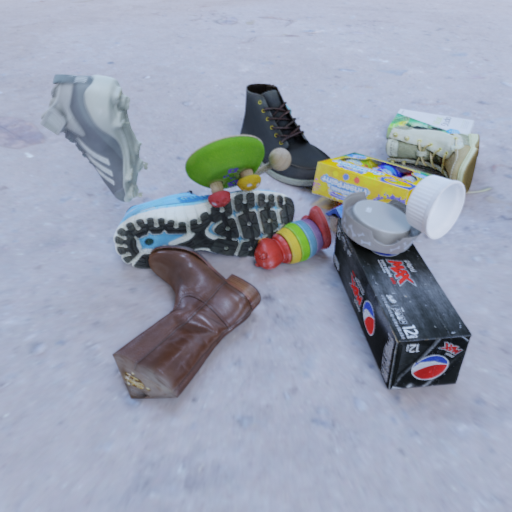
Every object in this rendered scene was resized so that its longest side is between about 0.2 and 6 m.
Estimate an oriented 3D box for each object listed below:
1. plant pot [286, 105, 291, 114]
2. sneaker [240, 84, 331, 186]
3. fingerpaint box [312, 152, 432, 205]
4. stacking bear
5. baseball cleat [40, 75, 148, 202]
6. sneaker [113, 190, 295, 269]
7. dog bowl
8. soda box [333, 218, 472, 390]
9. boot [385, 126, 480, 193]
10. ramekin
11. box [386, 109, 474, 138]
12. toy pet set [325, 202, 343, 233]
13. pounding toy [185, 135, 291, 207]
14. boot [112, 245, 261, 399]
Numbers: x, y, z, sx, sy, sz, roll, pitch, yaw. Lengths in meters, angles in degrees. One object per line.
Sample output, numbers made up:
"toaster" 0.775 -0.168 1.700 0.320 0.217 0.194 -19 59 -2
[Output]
"plant pot" 0.422 -3.635 14.512 0.865 0.849 0.847 -3 35 -18
"sneaker" 0.596 -2.738 12.539 1.136 1.614 3.038 -25 43 -31
"fingerpaint box" 2.381 -1.435 11.214 1.944 0.713 1.622 24 29 29
"stacking bear" 0.576 -0.208 9.828 1.355 0.823 0.771 -25 82 -21
"baseball cleat" -2.465 -1.801 8.584 1.360 2.555 0.891 10 57 1
"sneaker" -0.919 -0.792 10.186 3.283 1.287 1.476 -6 33 -9
"dog bowl" 1.910 -0.507 8.688 1.282 0.376 1.282 10 35 -7
"soda box" 2.064 0.555 8.533 1.072 0.960 3.030 -4 37 -7
"boot" 3.848 -2.220 12.429 1.982 0.924 2.563 13 32 16
"ramekin" 2.603 -0.735 8.199 0.907 0.907 0.442 -26 41 -31
"box" 4.457 -3.238 14.316 1.962 0.357 1.416 14 38 20
"toy pet set" 1.830 -0.874 10.850 1.013 0.576 1.085 -24 42 -30
"pounding toy" -0.281 -1.281 9.282 1.746 1.348 0.810 -1 68 -47
"boot" -1.430 0.921 8.313 2.243 0.773 2.407 20 45 28
